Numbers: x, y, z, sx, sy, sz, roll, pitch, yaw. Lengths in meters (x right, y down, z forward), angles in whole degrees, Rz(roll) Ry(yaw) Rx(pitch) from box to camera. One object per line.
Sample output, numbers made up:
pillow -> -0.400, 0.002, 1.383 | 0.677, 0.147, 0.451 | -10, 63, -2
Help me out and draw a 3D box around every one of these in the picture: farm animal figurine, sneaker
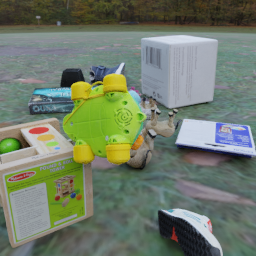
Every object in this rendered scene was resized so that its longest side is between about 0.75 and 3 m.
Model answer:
farm animal figurine -> 0.140, 0.017, 6.099 | 1.591, 0.991, 1.970 | 23, 35, 19
sneaker -> 0.839, 1.229, 3.384 | 0.588, 0.443, 1.258 | -3, -1, -18
sneaker -> -0.891, -2.444, 12.263 | 1.453, 0.765, 2.011 | 6, 24, 8

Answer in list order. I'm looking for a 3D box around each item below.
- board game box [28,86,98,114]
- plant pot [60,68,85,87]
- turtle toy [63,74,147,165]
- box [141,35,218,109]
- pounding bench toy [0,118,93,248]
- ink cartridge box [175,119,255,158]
board game box -> -1.761, -0.985, 9.243 | 2.710, 0.382, 1.833 | -4, 22, -11
plant pot -> -2.175, -1.913, 10.998 | 0.859, 0.764, 0.861 | 1, 23, 5
turtle toy -> -0.338, -0.067, 3.559 | 1.403, 1.022, 0.709 | -5, -5, 36
box -> 1.632, -1.984, 9.457 | 1.763, 2.058, 2.048 | -12, 25, -20
pounding bench toy -> -1.674, 0.726, 4.040 | 1.874, 1.164, 1.461 | -14, 27, -31
ink cartridge box -> 1.927, 0.273, 6.256 | 1.582, 0.376, 1.601 | 8, 25, 15
